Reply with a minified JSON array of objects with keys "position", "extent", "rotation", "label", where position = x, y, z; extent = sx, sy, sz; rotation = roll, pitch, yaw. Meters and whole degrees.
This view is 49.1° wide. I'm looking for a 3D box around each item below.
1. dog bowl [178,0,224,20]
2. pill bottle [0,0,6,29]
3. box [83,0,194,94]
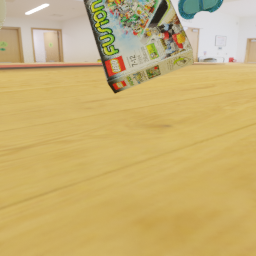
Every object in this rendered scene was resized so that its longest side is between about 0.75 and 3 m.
[{"position":[1.400,-2.482,5.491],"extent":[0.913,0.509,0.226],"rotation":[-16,41,5],"label":"dog bowl"},{"position":[-4.186,-3.015,6.440],"extent":[2.720,1.510,1.510],"rotation":[27,28,31],"label":"pill bottle"},{"position":[0.025,-1.866,4.592],"extent":[1.325,2.407,0.418],"rotation":[-20,-22,7],"label":"box"}]
